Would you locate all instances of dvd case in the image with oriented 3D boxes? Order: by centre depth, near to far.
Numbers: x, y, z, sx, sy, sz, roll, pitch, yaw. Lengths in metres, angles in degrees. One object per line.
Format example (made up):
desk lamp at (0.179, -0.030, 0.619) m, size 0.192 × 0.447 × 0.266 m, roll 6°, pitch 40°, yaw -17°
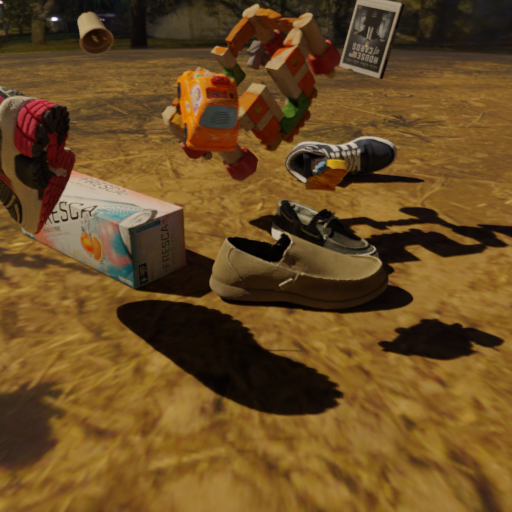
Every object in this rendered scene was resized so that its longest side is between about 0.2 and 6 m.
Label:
dvd case at (2.285, -4.362, 11.171) m, size 0.175 × 1.412 × 1.061 m, roll -11°, pitch 33°, yaw -45°

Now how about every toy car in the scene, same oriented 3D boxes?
toy car at (0.160, -1.900, 7.852) m, size 2.624 × 0.873 × 1.287 m, roll 15°, pitch 63°, yaw -16°

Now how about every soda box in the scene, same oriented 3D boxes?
soda box at (-3.177, -0.681, 11.103) m, size 3.897 × 1.239 × 1.333 m, roll 19°, pitch 32°, yaw 35°

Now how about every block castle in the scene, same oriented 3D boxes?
block castle at (-0.039, -3.306, 11.517) m, size 2.290 × 1.608 × 3.427 m, roll 31°, pitch 81°, yaw 42°

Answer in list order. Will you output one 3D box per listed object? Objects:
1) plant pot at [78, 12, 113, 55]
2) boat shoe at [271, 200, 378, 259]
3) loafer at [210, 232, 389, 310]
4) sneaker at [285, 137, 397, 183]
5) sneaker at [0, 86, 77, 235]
plant pot at (-3.445, -4.739, 11.802) m, size 0.697 × 0.697 × 0.638 m, roll -14°, pitch 66°, yaw -26°
boat shoe at (1.257, -0.473, 11.041) m, size 2.556 × 0.906 × 0.921 m, roll 22°, pitch 34°, yaw 38°
loafer at (0.737, 0.203, 9.502) m, size 3.077 × 1.038 × 1.170 m, roll -1°, pitch 26°, yaw -2°
sneaker at (2.226, -2.579, 15.170) m, size 2.961 × 1.038 × 1.606 m, roll 3°, pitch 20°, yaw 21°
sneaker at (-3.243, -1.330, 7.680) m, size 1.185 × 3.172 × 1.279 m, roll 22°, pitch 66°, yaw -9°
